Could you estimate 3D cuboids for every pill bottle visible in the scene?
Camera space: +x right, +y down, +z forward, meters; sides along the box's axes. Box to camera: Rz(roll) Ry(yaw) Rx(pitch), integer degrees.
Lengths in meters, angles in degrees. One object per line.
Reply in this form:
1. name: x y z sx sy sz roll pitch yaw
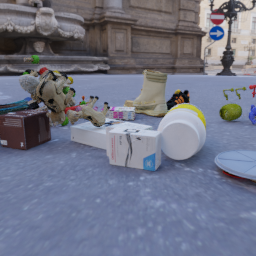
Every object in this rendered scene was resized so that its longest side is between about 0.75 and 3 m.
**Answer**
1. pill bottle: 1.427 0.071 7.323 1.192 1.192 2.120 4 14 15

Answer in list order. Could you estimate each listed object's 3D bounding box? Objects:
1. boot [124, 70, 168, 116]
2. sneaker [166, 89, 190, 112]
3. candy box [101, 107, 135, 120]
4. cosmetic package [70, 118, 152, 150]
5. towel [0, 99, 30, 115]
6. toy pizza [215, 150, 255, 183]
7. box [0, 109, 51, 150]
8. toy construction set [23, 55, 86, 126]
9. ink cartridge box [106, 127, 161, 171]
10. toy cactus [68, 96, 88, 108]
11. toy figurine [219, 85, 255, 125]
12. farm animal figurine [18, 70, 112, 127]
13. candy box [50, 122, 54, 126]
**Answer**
1. boot: 0.777 -1.651 12.780 0.929 1.984 2.552 -11 17 -38
2. sneaker: 2.270 -1.357 13.639 0.787 1.013 2.251 12 18 42
3. candy box: -0.398 -0.623 11.848 1.390 0.424 0.948 1 14 4
4. cosmetic package: -0.506 0.167 8.423 2.002 0.517 1.510 11 20 37
5. towel: -4.619 -0.312 8.805 2.754 0.299 2.019 -16 0 44
6. toy pizza: 2.803 0.860 5.982 1.843 0.292 1.843 1 13 0
7. box: -2.963 0.012 8.145 0.936 0.927 1.128 5 15 21
8. toy construction set: -2.613 -1.306 11.293 2.829 2.359 2.173 36 32 29
9. ink cartridge box: 0.029 0.458 6.516 1.423 0.824 0.475 5 16 22
10. toy cactus: -2.508 -0.947 12.867 1.274 0.789 1.544 -5 20 22
11. toy figurine: 5.141 -0.790 10.674 2.756 1.454 1.651 -3 19 -8
12. farm animal figurine: -1.846 -0.639 8.030 2.217 1.156 2.193 8 -28 33
13. candy box: -3.478 -0.321 10.640 1.316 0.402 0.898 -2 14 -10
